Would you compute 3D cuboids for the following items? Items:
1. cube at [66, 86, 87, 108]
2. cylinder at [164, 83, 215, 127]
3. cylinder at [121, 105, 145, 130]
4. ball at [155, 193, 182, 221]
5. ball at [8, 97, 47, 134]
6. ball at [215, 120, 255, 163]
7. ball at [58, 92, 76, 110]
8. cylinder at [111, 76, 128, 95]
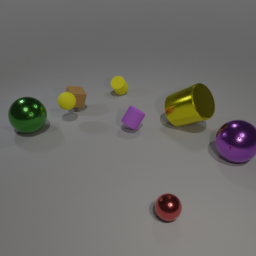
[{"bbox_3d":[-2.284,-1.351,12.138,0.700,0.700,0.700,-1,36,-31],"label":"cube"},{"bbox_3d":[2.361,-0.848,10.767,1.400,1.400,1.400,-32,9,-40],"label":"cylinder"},{"bbox_3d":[0.204,-0.402,10.793,0.700,0.700,0.700,30,11,-6],"label":"cylinder"},{"bbox_3d":[1.049,2.053,7.282,0.700,0.700,0.700,0,32,0],"label":"ball"},{"bbox_3d":[-3.805,-0.490,10.651,1.400,1.400,1.400,0,32,0],"label":"ball"},{"bbox_3d":[3.586,0.427,9.172,1.400,1.400,1.400,0,32,0],"label":"ball"},{"bbox_3d":[-2.403,-1.058,11.014,0.700,0.700,0.700,0,32,0],"label":"ball"},{"bbox_3d":[-0.412,-2.057,13.577,0.700,0.700,0.700,-5,72,15],"label":"cylinder"}]
